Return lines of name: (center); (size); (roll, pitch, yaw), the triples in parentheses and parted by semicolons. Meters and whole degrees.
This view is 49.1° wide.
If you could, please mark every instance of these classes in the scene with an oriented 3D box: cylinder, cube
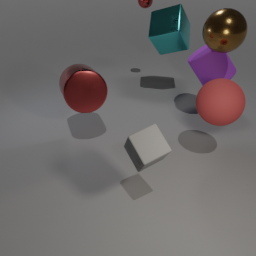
cylinder: (3.311, -2.479, 11.075); (1.400, 1.400, 1.400); (-34, 18, 12)
cylinder: (-1.523, -1.350, 9.363); (1.400, 1.400, 1.400); (-10, 23, -16)
cube: (1.858, -4.297, 12.360); (1.400, 1.400, 1.400); (-3, 69, 29)
cube: (0.410, 0.445, 6.167); (0.700, 0.700, 0.700); (-25, 75, -17)

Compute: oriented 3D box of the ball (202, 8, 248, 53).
ball: (3.173, -3.185, 9.214); (1.400, 1.400, 1.400); (0, 31, 0)

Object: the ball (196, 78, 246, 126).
ball: (2.728, -0.762, 8.299); (1.400, 1.400, 1.400); (0, 31, 0)

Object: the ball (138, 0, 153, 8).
ball: (0.804, -5.926, 12.992); (0.700, 0.700, 0.700); (0, 31, 0)
